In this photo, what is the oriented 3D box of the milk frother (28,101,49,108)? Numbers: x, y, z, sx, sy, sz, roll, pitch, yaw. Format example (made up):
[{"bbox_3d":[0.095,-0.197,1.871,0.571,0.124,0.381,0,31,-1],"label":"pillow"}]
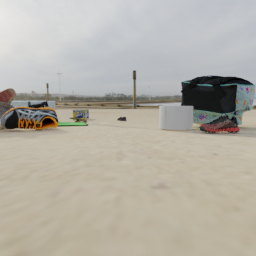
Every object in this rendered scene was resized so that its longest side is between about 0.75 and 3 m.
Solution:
[{"bbox_3d":[-3.726,-0.554,11.740,0.927,0.966,1.027,-21,15,-25],"label":"milk frother"}]

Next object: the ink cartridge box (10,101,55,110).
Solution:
[{"bbox_3d":[-5.518,-0.868,14.809,1.988,1.126,2.712,4,7,41],"label":"ink cartridge box"}]

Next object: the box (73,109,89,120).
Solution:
[{"bbox_3d":[-2.989,-0.882,17.948,0.689,0.632,1.966,0,5,2],"label":"box"}]

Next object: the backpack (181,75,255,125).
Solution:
[{"bbox_3d":[3.874,-1.147,11.738,2.860,2.192,2.514,-19,18,-42],"label":"backpack"}]

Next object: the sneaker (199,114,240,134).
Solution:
[{"bbox_3d":[3.039,-0.145,9.333,1.328,0.649,0.470,-2,7,0],"label":"sneaker"}]

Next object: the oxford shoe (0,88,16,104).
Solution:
[{"bbox_3d":[-4.981,-0.859,11.065,1.759,0.623,0.649,-42,-24,9],"label":"oxford shoe"}]

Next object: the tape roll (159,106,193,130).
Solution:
[{"bbox_3d":[1.864,-0.411,10.872,1.312,0.901,1.312,0,5,0],"label":"tape roll"}]

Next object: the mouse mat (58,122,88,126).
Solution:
[{"bbox_3d":[-3.189,-0.180,13.030,2.464,0.093,1.983,0,5,-17],"label":"mouse mat"}]

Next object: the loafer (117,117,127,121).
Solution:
[{"bbox_3d":[-0.341,-0.549,16.243,0.296,0.259,0.824,-3,6,-35],"label":"loafer"}]

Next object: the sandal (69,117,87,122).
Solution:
[{"bbox_3d":[-2.556,-0.371,14.424,0.988,0.267,0.397,15,-7,-39],"label":"sandal"}]

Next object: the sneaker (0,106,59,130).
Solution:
[{"bbox_3d":[-3.525,-0.285,10.207,2.121,0.830,0.819,-12,43,-33],"label":"sneaker"}]

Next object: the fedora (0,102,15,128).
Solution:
[{"bbox_3d":[-5.202,-0.406,10.757,1.691,0.863,1.911,1,-9,-24],"label":"fedora"}]
